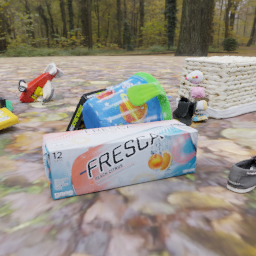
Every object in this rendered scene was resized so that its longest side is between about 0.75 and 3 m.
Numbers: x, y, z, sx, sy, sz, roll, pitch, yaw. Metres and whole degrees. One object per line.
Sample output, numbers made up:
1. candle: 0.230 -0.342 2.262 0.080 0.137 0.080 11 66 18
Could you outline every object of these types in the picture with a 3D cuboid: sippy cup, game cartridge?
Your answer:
1. sippy cup: -0.112 -0.264 6.033 1.482 2.022 1.588 -21 44 -24
2. game cartridge: -3.754 -0.155 7.568 1.260 0.204 1.111 -23 32 -33

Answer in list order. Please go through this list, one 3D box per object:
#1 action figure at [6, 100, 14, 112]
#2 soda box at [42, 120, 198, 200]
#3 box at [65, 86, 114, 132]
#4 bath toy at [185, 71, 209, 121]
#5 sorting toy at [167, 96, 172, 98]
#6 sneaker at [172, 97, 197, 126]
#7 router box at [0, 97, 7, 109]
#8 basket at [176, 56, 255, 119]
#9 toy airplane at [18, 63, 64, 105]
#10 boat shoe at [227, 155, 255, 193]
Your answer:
1. action figure: -4.272 -0.736 9.806 0.629 0.291 1.064 -10 27 -34
2. soda box: -0.110 0.465 5.000 2.660 0.846 0.910 -7 19 -21
3. box: -0.880 -0.353 6.960 0.320 1.302 1.348 41 32 13
4. bath toy: 2.085 -0.984 8.516 0.569 1.540 0.670 -7 -2 -19
5. sorting toy: 1.069 -1.158 11.348 1.429 0.195 0.805 -5 14 -17
6. sneaker: 1.687 -0.574 8.409 0.460 0.800 1.533 -1 18 -4
7. router box: -5.348 -0.720 9.205 2.291 0.598 1.801 16 24 42
8. basket: 3.414 -1.563 9.889 2.937 1.812 1.990 -12 21 -35
9. toy airplane: -3.282 -1.690 11.179 1.834 1.300 1.842 -2 46 37
10. boat shoe: 2.279 0.698 4.933 1.521 0.433 0.508 -14 22 -38
